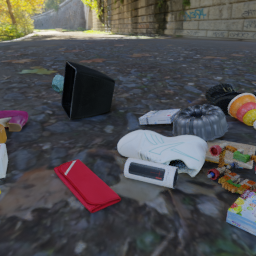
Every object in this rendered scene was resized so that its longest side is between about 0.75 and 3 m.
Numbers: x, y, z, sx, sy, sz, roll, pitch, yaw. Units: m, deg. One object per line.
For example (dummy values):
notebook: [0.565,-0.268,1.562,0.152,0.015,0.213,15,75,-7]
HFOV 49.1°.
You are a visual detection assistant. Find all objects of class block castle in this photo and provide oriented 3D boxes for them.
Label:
block castle: [2.989,1.174,7.644,0.781,1.113,1.665,-19,28,-35]

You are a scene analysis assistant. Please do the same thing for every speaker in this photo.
speaker: [0.671,1.279,8.052,1.491,0.606,0.606,10,25,21]

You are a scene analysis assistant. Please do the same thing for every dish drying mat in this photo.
dish drying mat: [-1.234,1.538,7.917,0.919,0.218,2.393,-14,27,-33]

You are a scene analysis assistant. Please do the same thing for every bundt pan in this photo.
bundt pan: [2.714,-0.298,10.780,2.162,0.812,2.162,-12,22,5]

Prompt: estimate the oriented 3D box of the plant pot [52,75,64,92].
plant pot: [-4.197,-2.630,17.023,1.005,1.005,0.674,13,54,27]

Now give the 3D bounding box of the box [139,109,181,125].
box: [1.407,-0.493,12.164,1.520,0.313,1.185,-4,17,35]

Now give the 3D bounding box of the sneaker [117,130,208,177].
sneaker: [0.922,0.792,8.710,2.930,1.031,1.174,2,44,24]

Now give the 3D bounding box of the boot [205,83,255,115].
boot: [5.480,-1.489,13.931,2.929,1.102,2.190,2,23,5]

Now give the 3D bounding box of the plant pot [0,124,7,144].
plant pot: [-5.548,-0.220,10.136,1.881,1.722,1.881,0,23,0]

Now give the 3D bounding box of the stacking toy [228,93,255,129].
stacking toy: [5.258,-0.518,12.044,1.318,1.318,1.804,-4,43,-10]

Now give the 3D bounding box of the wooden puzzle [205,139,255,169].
wooden puzzle: [3.305,0.852,9.467,1.746,0.351,1.887,11,21,25]

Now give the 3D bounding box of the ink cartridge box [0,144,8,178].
ink cartridge box: [-4.525,1.075,8.421,1.598,0.672,1.167,-7,24,-16]

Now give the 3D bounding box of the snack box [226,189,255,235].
snack box: [3.024,2.001,6.601,0.961,0.386,1.139,19,30,40]

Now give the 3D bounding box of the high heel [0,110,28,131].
high heel: [-5.543,-0.483,11.743,2.511,0.846,1.204,3,33,-5]

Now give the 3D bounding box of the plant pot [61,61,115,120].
plant pot: [-1.895,-1.778,13.448,2.047,2.302,2.307,2,20,-23]
